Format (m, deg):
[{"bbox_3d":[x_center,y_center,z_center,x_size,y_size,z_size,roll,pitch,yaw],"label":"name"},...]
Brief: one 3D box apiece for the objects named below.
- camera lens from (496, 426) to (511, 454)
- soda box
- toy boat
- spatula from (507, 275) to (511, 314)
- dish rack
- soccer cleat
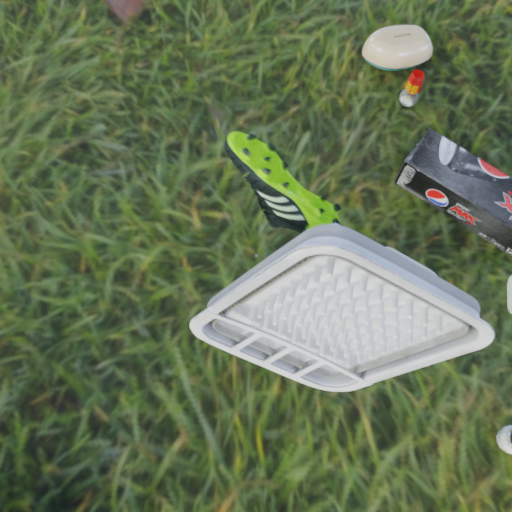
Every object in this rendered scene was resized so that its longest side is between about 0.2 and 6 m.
[{"bbox_3d":[3.980,2.816,8.575,0.427,0.534,0.427,0,71,0],"label":"camera lens"},{"bbox_3d":[3.788,-1.095,9.810,2.546,0.806,0.901,35,74,11],"label":"soda box"},{"bbox_3d":[2.792,-3.705,10.840,1.392,0.769,1.655,-9,63,-8],"label":"toy boat"},{"bbox_3d":[3.619,0.817,6.259,0.219,2.729,1.897,5,74,-4],"label":"spatula"},{"bbox_3d":[0.874,0.671,6.490,2.516,2.932,0.638,27,55,-21],"label":"dish rack"},{"bbox_3d":[0.232,-0.732,6.667,1.798,0.729,0.607,38,44,-22],"label":"soccer cleat"}]
